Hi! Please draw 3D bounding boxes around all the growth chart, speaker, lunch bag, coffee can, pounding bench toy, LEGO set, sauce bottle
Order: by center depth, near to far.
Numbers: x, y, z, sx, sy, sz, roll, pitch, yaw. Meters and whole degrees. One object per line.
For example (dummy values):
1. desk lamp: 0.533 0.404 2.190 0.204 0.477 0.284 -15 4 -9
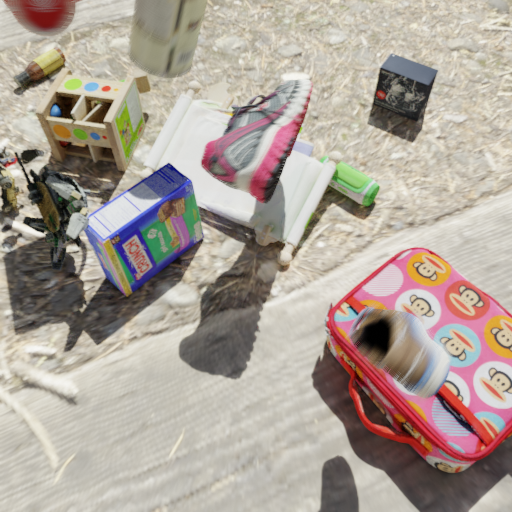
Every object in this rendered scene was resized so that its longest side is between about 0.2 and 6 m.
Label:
1. lunch bag: 2.634 1.642 8.784 2.774 1.290 3.149 -36 63 -16
2. coffee can: -1.411 -3.805 8.941 1.105 1.510 1.105 11 51 -14
3. LEGO set: -3.679 -1.076 10.010 0.954 2.187 3.368 -23 53 -35
4. growth chart: -0.344 -1.916 11.231 4.032 0.358 2.918 29 76 19
5. speaker: 1.823 -1.518 11.270 1.279 0.566 0.566 35 63 21
6. pounding bench toy: -3.363 -3.173 11.866 1.749 1.393 2.242 10 57 7
7. sauce bottle: -5.162 -4.478 13.322 0.436 0.436 1.322 35 62 21

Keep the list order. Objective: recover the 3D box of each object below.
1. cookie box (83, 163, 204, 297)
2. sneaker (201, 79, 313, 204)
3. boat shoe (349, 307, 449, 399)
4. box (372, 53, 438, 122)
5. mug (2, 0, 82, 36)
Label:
1. cookie box: -1.930 -0.446 9.907 1.892 1.619 0.711 -39 60 -22
2. sneaker: 0.127 -2.132 9.058 1.160 1.253 3.107 22 39 2
3. boat shoe: 1.536 0.931 6.578 0.737 2.036 0.736 31 92 -9
4. box: 3.287 -3.742 12.455 1.146 1.044 0.597 27 60 18
5. mug: -3.138 -4.029 8.347 1.420 1.067 1.599 -38 42 2
